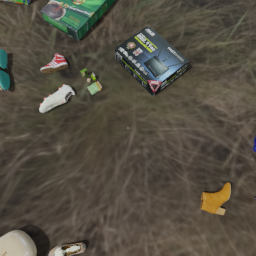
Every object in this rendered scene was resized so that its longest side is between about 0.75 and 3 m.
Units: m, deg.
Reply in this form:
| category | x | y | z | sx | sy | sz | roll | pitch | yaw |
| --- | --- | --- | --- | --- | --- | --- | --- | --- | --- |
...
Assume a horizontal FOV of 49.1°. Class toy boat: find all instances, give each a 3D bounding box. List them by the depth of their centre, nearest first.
| category | x | y | z | sx | sy | sz | roll | pitch | yaw |
| --- | --- | --- | --- | --- | --- | --- | --- | --- | --- |
| toy boat | -2.693 | 3.518 | 6.579 | 1.604 | 0.887 | 1.908 | -39 | 65 | -19 |

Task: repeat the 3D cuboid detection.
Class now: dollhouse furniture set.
| category | x | y | z | sx | sy | sz | roll | pitch | yaw |
| --- | --- | --- | --- | --- | --- | --- | --- | --- | --- |
| dollhouse furniture set | -1.181 | -1.495 | 8.875 | 0.404 | 0.312 | 0.808 | -31 | 71 | -12 |

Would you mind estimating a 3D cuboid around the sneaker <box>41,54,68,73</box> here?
| category | x | y | z | sx | sy | sz | roll | pitch | yaw |
| --- | --- | --- | --- | --- | --- | --- | --- | --- | --- |
| sneaker | -2.454 | -2.110 | 9.130 | 0.880 | 0.314 | 0.495 | -18 | 72 | -15 |

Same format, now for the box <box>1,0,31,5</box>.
| category | x | y | z | sx | sy | sz | roll | pitch | yaw |
| --- | --- | --- | --- | --- | --- | --- | --- | --- | --- |
| box | -4.567 | -5.757 | 9.566 | 2.214 | 2.299 | 1.402 | 11 | 68 | 5 |

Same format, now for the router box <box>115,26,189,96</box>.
| category | x | y | z | sx | sy | sz | roll | pitch | yaw |
| --- | --- | --- | --- | --- | --- | --- | --- | --- | --- |
| router box | 0.736 | -2.181 | 8.999 | 1.463 | 0.606 | 1.952 | -39 | 73 | -15 |

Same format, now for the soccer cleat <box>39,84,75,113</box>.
| category | x | y | z | sx | sy | sz | roll | pitch | yaw |
| --- | --- | --- | --- | --- | --- | --- | --- | --- | --- |
| soccer cleat | -2.170 | -0.853 | 8.567 | 0.468 | 0.418 | 1.206 | 40 | 70 | 13 |

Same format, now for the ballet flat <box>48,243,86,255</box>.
| category | x | y | z | sx | sy | sz | roll | pitch | yaw |
| --- | --- | --- | --- | --- | --- | --- | --- | --- | --- |
| ballet flat | -1.538 | 3.048 | 6.975 | 0.959 | 0.322 | 0.326 | -16 | 68 | -6 |

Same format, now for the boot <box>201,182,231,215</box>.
| category | x | y | z | sx | sy | sz | roll | pitch | yaw |
| --- | --- | --- | --- | --- | --- | --- | --- | --- | --- |
| boot | 2.325 | 1.808 | 7.476 | 0.666 | 0.328 | 0.931 | 20 | 75 | 2 |

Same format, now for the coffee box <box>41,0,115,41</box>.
| category | x | y | z | sx | sy | sz | roll | pitch | yaw |
| --- | --- | --- | --- | --- | --- | --- | --- | --- | --- |
| coffee box | -1.630 | -4.470 | 9.934 | 1.610 | 0.576 | 2.619 | 33 | 70 | 10 |

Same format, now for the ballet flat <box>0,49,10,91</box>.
| category | x | y | z | sx | sy | sz | roll | pitch | yaw |
| --- | --- | --- | --- | --- | --- | --- | --- | --- | --- |
| ballet flat | -4.109 | -1.774 | 8.947 | 0.566 | 0.566 | 1.572 | -11 | 68 | -4 |

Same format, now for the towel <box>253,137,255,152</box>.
| category | x | y | z | sx | sy | sz | roll | pitch | yaw |
| --- | --- | --- | --- | --- | --- | --- | --- | --- | --- |
| towel | 5.216 | 0.374 | 7.943 | 2.940 | 0.728 | 2.171 | 27 | 77 | 11 |
